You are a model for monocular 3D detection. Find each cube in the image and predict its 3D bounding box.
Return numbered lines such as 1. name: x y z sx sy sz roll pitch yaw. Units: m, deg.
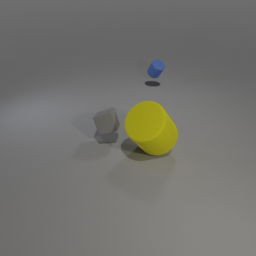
1. cube: -0.752 -0.241 9.999 0.700 0.700 0.700 -16 15 10

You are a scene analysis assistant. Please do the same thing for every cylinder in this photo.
1. cylinder: 0.777 0.040 9.217 1.400 1.400 1.400 -11 63 22
2. cylinder: 1.455 -3.076 14.643 0.700 0.700 0.700 11 57 -17
